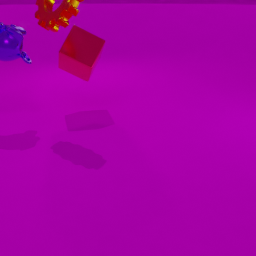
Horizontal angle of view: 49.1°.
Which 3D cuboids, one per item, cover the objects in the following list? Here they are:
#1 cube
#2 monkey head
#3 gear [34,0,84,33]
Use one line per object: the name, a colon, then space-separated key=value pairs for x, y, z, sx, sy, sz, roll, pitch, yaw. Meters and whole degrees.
cube: x=-1.598 y=-2.510 z=9.569 sx=1.169 sy=1.169 sz=1.169 roll=25 pitch=-18 yaw=-8
monkey head: x=-3.577 y=-2.560 z=8.394 sx=1.768 sy=1.065 sz=1.272 roll=20 pitch=22 yaw=3
gear: x=-1.872 y=-3.475 z=7.608 sx=1.697 sy=1.697 sz=0.314 roll=23 pitch=2 yaw=38
